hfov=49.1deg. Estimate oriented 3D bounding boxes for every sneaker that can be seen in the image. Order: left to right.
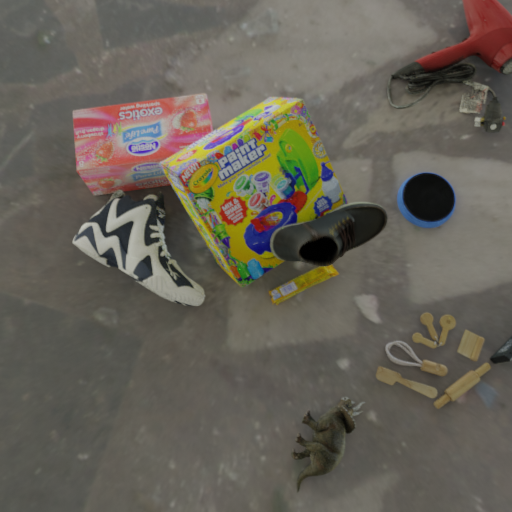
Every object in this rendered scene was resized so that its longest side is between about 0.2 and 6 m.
[{"bbox_3d":[-1.943,-0.309,10.925,2.753,1.099,1.792,27,79,11],"label":"sneaker"},{"bbox_3d":[1.494,-0.304,9.660,2.281,1.212,0.853,-19,106,-16],"label":"sneaker"}]

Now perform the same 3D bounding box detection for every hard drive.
[{"bbox_3d":[4.940,1.624,10.585,1.024,0.715,0.168,-41,78,-10],"label":"hard drive"}]

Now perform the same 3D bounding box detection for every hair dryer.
[{"bbox_3d":[4.547,-4.523,12.201,2.634,0.940,3.459,19,74,6],"label":"hair dryer"}]

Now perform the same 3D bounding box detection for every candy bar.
[{"bbox_3d":[0.928,0.540,11.178,1.474,0.163,0.367,-26,72,-7],"label":"candy bar"}]

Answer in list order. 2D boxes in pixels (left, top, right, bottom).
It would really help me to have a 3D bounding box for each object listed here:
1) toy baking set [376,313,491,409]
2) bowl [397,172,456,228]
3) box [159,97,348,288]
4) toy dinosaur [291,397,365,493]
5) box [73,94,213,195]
[{"bbox_3d":[3.390,2.043,10.745,2.104,0.245,1.615,-38,75,-10],"label":"toy baking set"},{"bbox_3d":[3.551,-1.177,11.622,1.201,0.236,1.201,0,75,0],"label":"bowl"},{"bbox_3d":[0.003,-1.229,10.366,2.526,1.541,2.433,-33,115,-9],"label":"box"},{"bbox_3d":[1.223,3.377,10.094,0.993,0.748,1.942,19,72,12],"label":"toy dinosaur"},{"bbox_3d":[-2.189,-2.222,11.369,2.690,1.273,1.380,-7,74,-2],"label":"box"}]
